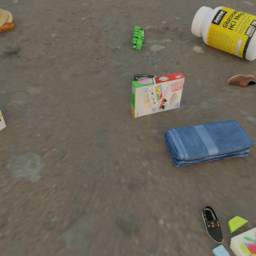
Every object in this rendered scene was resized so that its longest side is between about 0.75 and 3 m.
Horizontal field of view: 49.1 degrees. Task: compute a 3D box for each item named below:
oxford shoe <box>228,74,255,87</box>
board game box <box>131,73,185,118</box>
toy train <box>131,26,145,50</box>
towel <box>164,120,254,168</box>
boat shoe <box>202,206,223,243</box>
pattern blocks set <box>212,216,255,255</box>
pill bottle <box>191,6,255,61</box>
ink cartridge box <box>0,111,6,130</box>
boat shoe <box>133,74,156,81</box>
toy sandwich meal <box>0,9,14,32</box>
[{"bbox_3d":[4.350,-1.772,10.631,1.103,0.393,0.400,-8,51,-7],"label":"oxford shoe"},{"bbox_3d":[0.968,-1.078,9.306,1.692,1.295,0.341,-13,47,-14],"label":"board game box"},{"bbox_3d":[0.488,-4.213,13.061,0.510,0.377,1.807,11,46,-3],"label":"toy train"},{"bbox_3d":[2.345,0.427,8.327,2.350,0.570,1.312,-9,46,-8],"label":"towel"},{"bbox_3d":[2.024,2.291,6.700,0.320,0.274,0.876,-8,47,-8],"label":"boat shoe"},{"bbox_3d":[2.986,2.739,6.329,1.943,0.157,1.707,-29,52,-25],"label":"pattern blocks set"},{"bbox_3d":[4.353,-4.196,12.089,2.976,1.673,1.673,31,53,27],"label":"pill bottle"},{"bbox_3d":[-4.462,-0.509,8.800,0.880,1.207,0.500,25,48,22],"label":"ink cartridge box"},{"bbox_3d":[0.865,-1.804,10.637,1.319,0.398,0.499,2,45,2],"label":"boat shoe"},{"bbox_3d":[-6.725,-5.170,13.802,2.142,0.734,2.142,-3,55,4],"label":"toy sandwich meal"}]
